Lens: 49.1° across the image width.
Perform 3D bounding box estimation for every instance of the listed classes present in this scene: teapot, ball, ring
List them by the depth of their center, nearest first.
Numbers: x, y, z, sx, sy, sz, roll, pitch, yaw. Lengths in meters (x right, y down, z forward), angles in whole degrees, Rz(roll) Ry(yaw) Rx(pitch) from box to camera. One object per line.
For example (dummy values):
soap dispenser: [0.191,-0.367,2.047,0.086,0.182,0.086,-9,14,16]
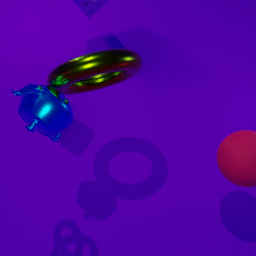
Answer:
teapot: [-1.632,-0.302,5.319,1.078,1.733,0.849,22,61,25]
ball: [2.429,0.626,5.760,1.162,1.162,1.162,0,66,0]
ring: [-0.667,-1.121,5.780,2.008,2.008,0.402,-15,90,-7]

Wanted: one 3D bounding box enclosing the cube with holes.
cube with holes: [-1.214,-4.033,8.111,0.948,0.948,0.948,-40,64,4]
